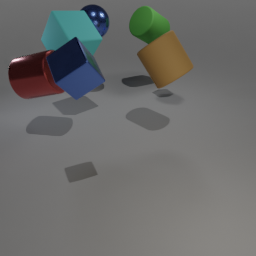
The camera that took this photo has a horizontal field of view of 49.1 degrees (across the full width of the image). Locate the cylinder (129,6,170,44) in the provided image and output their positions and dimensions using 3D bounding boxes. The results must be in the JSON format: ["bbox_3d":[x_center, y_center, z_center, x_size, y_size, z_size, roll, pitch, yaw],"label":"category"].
[{"bbox_3d":[1.009,-4.701,13.021,1.400,1.400,1.400,29,13,40],"label":"cylinder"}]

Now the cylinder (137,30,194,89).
[{"bbox_3d":[1.237,-2.262,9.342,1.400,1.400,1.400,-32,8,5],"label":"cylinder"}]

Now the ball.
[{"bbox_3d":[-1.483,-4.495,11.911,1.400,1.400,1.400,0,30,0],"label":"ball"}]

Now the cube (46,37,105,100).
[{"bbox_3d":[-0.970,-1.094,5.231,0.700,0.700,0.700,-31,60,10],"label":"cube"}]

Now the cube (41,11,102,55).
[{"bbox_3d":[-2.054,-3.205,10.129,1.400,1.400,1.400,-21,74,-41],"label":"cube"}]

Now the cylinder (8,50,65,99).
[{"bbox_3d":[-2.869,-1.721,9.142,1.400,1.400,1.400,-6,27,22],"label":"cylinder"}]
